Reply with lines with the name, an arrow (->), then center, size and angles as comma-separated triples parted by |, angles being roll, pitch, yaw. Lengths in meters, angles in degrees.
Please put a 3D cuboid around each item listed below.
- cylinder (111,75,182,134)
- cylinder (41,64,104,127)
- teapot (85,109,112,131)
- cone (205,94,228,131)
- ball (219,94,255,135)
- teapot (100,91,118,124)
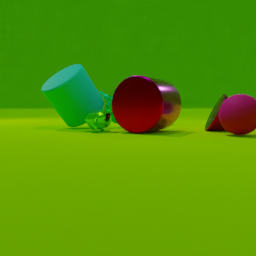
cylinder -> 0.502, -0.596, 7.165 | 1.378, 1.378, 1.378 | 2, 5, 29
cylinder -> -1.605, -0.954, 8.300 | 1.357, 1.357, 1.357 | -22, 31, 15
teapot -> -0.736, -0.191, 7.294 | 0.697, 0.549, 1.121 | -11, 14, 9
cone -> 2.798, -0.177, 7.434 | 1.100, 1.096, 1.096 | 27, 7, 5
ball -> 2.504, -0.301, 6.258 | 0.915, 0.915, 0.915 | 0, 4, 0
teapot -> -0.359, -0.618, 8.678 | 0.868, 1.397, 0.684 | -46, 26, -10
